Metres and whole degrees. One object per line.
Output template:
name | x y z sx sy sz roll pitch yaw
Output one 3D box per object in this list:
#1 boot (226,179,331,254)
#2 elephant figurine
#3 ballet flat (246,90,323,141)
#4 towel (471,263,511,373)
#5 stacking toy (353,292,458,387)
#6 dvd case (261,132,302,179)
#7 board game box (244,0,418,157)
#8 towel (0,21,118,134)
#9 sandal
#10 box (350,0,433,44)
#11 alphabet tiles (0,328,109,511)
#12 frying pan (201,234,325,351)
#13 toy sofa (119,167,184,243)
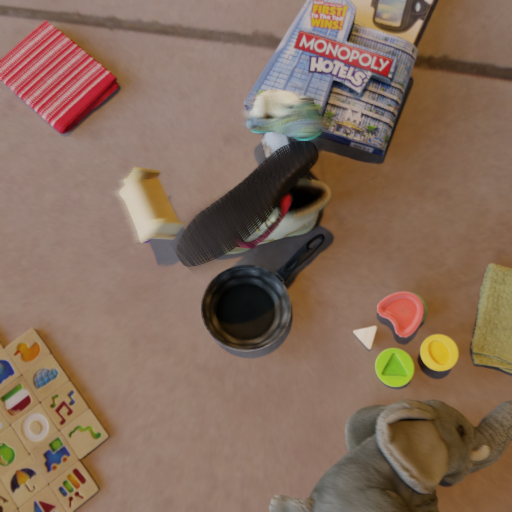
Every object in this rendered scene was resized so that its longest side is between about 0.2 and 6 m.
boot | 0.111 -0.663 9.402 2.142 1.656 0.772 -13 80 -8
elephant figurine | 2.276 3.037 8.397 2.271 2.490 3.209 0 54 46
ballet flat | 0.377 -2.375 9.138 0.776 2.090 0.776 -9 109 -28
towel | 4.448 1.102 9.633 1.356 0.334 1.828 14 75 5
stacking toy | 2.553 1.436 9.569 1.361 0.635 1.503 -36 72 17
dvd case | 0.441 -1.770 10.171 0.115 0.932 1.306 -8 73 -25
board game box | 1.513 -3.600 10.387 2.750 0.848 2.749 18 91 5
towel | -3.955 -3.523 11.035 2.168 0.244 1.568 41 80 13
sandal | 0.040 -0.706 8.346 1.126 0.676 2.998 11 44 40
box | 2.539 -4.738 11.243 1.550 0.540 2.604 24 74 6
alphabet tiles | -4.266 2.966 9.203 2.901 0.110 3.486 -38 77 -10
frying pan | 0.031 0.478 9.781 1.536 0.413 2.540 22 68 9
toy sofa | -1.782 -0.834 9.485 0.621 0.527 1.272 -46 60 33
